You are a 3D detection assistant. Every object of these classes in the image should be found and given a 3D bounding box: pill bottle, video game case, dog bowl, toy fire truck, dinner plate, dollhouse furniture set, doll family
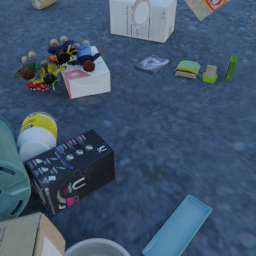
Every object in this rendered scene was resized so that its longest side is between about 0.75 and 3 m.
[{"bbox_3d":[-2.159,0.267,6.694,0.874,0.874,1.560,-8,25,-9],"label":"pill bottle"},{"bbox_3d":[0.929,-2.424,10.565,0.837,0.111,1.172,27,47,27],"label":"video game case"},{"bbox_3d":[-0.554,2.620,4.641,1.648,0.483,1.648,0,41,0],"label":"dog bowl"},{"bbox_3d":[-3.115,-1.567,9.176,0.956,0.674,0.233,7,43,9],"label":"toy fire truck"},{"bbox_3d":[0.429,-3.726,9.068,0.121,1.001,1.001,-1,34,-41],"label":"dinner plate"},{"bbox_3d":[2.686,-2.210,9.819,2.008,0.775,1.003,14,43,15],"label":"dollhouse furniture set"},{"bbox_3d":[-2.151,-2.054,8.836,2.787,1.094,1.611,-30,38,5],"label":"doll family"}]

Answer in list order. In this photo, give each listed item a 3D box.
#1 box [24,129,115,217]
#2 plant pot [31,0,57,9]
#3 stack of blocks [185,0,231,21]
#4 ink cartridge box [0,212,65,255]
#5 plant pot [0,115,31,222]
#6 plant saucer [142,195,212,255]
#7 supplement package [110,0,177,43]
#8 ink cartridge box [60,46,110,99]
[{"bbox_3d":[-1.194,0.931,6.104,1.684,1.030,0.893,-28,50,-27],"label":"box"},{"bbox_3d":[-4.551,-7.079,15.034,1.329,1.329,1.419,11,55,12],"label":"plant pot"},{"bbox_3d":[2.075,-3.456,6.204,1.295,0.659,2.250,-29,27,41],"label":"stack of blocks"},{"bbox_3d":[-2.172,2.817,3.621,2.367,1.079,2.873,-13,42,5],"label":"ink cartridge box"},{"bbox_3d":[-2.844,0.811,5.262,1.966,1.966,1.925,-26,35,-26],"label":"plant pot"},{"bbox_3d":[1.008,2.040,5.538,0.585,0.159,1.672,29,49,29],"label":"plant saucer"},{"bbox_3d":[0.668,-4.921,12.280,2.542,1.522,1.541,16,44,17],"label":"supplement package"},{"bbox_3d":[-1.583,-2.081,9.660,1.373,0.796,2.358,-13,44,-15],"label":"ink cartridge box"}]
